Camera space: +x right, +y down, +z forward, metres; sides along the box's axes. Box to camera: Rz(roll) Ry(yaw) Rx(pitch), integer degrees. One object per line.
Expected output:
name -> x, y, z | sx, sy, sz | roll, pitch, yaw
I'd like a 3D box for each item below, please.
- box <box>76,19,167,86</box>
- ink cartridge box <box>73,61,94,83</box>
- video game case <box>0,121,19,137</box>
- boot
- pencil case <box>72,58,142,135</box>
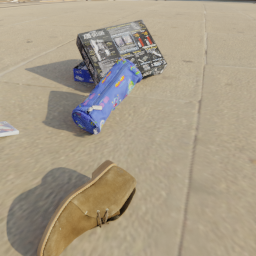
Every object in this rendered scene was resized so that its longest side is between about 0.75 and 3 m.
box -> -0.244, -2.823, 10.749 | 2.852, 0.710, 2.249 | -22, 76, -22
ink cartridge box -> -1.251, -2.729, 12.251 | 1.241, 0.584, 2.640 | 9, 33, 15
video game case -> -3.663, 0.041, 7.753 | 0.857, 0.108, 0.941 | 26, 24, 38
boot -> -0.604, 1.432, 4.788 | 0.805, 0.786, 2.135 | 27, 48, 21
pencil case -> -0.567, -0.931, 7.930 | 0.950, 1.057, 2.434 | 36, 67, 3
